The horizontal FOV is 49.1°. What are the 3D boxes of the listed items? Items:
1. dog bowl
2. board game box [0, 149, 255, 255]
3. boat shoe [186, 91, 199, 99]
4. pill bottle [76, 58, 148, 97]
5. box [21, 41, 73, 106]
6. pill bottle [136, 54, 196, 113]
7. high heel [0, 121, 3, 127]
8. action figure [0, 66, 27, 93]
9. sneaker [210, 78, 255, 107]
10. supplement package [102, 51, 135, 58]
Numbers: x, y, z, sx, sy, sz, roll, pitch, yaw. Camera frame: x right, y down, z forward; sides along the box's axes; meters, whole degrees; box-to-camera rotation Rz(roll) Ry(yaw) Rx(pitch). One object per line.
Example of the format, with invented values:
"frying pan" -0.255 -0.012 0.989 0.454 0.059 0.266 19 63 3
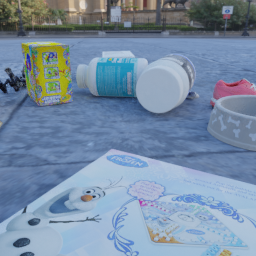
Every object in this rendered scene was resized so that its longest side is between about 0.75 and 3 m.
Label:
"dog bowl" 3.281 -0.222 6.991 2.487 0.729 2.487 1 22 0
"board game box" 0.254 1.297 3.134 2.899 0.629 2.885 12 24 28
"boat shoe" 2.307 -1.200 10.189 0.257 0.281 0.781 25 -2 -22
"pill bottle" -0.554 -1.865 10.300 2.530 1.401 1.401 2 21 6
"box" -2.863 -1.983 9.870 1.217 1.922 1.996 -12 23 -27
"pill bottle" 1.273 -1.486 9.081 1.573 1.573 2.764 7 22 17
"high heel" -3.798 0.011 6.651 0.967 0.485 1.357 23 39 33
"action figure" -4.491 -2.075 11.504 1.144 0.982 1.924 -8 21 11
"sneaker" 3.779 -1.028 8.707 2.276 0.987 0.839 5 22 11
"supplement package" -0.437 -2.577 12.187 1.316 1.367 2.403 -3 22 -4
